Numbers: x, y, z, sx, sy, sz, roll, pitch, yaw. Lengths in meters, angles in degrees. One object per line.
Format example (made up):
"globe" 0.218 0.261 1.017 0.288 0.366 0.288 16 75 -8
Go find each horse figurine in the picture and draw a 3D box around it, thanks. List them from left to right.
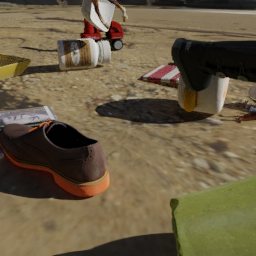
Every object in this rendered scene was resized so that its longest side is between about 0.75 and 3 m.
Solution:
"horse figurine" -0.225 -2.760 4.984 2.278 1.510 0.569 -32 42 24

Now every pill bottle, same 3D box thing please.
"pill bottle" -1.900 -3.208 12.081 2.165 1.238 1.238 -8 28 -15

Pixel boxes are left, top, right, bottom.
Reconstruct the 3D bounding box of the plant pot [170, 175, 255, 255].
"plant pot" 1.444 1.287 2.907 1.858 2.020 2.020 -10 27 6

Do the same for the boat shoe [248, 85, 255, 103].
"boat shoe" 4.244 -0.714 8.036 1.619 0.598 0.488 30 1 35

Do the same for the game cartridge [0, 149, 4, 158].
"game cartridge" -3.334 0.481 6.019 0.842 0.256 1.263 -20 33 -40

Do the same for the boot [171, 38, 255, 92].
"boot" 1.206 -0.630 3.104 1.214 0.399 1.001 12 -8 34

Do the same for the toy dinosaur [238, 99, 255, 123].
"toy dinosaur" 3.631 -0.416 7.715 1.011 1.114 0.585 31 7 -14

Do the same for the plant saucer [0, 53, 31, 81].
"plant saucer" -5.606 -2.309 11.001 2.611 0.633 2.611 17 32 29

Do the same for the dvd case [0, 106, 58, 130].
"dvd case" -2.852 -0.276 7.338 1.783 0.142 1.326 -8 22 -22

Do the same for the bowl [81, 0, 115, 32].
"bowl" -1.153 -4.668 10.589 0.621 1.664 1.662 17 5 19

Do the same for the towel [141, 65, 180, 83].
"towel" 1.958 -2.028 10.789 2.399 0.273 1.728 12 31 30

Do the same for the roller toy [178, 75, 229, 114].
"roller toy" 2.097 -1.280 7.868 1.285 1.839 1.677 12 1 22

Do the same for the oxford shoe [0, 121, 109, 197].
"oxford shoe" -1.546 0.249 5.517 2.934 1.064 1.044 17 31 30

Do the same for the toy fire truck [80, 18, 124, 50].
"toy fire truck" -1.522 -5.655 15.339 2.282 2.592 1.668 -11 30 -20
